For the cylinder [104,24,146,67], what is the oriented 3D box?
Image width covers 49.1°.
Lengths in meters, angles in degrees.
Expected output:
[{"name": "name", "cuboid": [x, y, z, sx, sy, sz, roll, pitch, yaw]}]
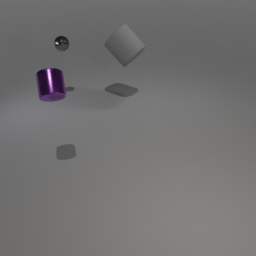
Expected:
[{"name": "cylinder", "cuboid": [-0.139, -3.830, 13.110, 1.400, 1.400, 1.400, 47, 36, -6]}]

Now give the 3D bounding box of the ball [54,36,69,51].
[{"name": "ball", "cuboid": [-3.091, -3.938, 13.083, 0.700, 0.700, 0.700, 0, 30, 0]}]

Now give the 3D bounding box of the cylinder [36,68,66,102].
[{"name": "cylinder", "cuboid": [-2.020, -1.122, 7.371, 0.700, 0.700, 0.700, -10, -9, -2]}]
